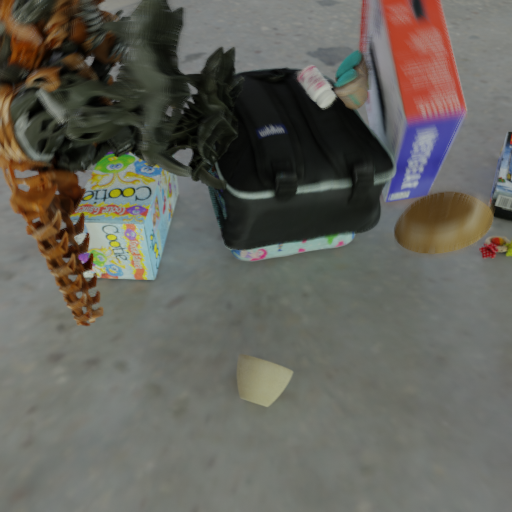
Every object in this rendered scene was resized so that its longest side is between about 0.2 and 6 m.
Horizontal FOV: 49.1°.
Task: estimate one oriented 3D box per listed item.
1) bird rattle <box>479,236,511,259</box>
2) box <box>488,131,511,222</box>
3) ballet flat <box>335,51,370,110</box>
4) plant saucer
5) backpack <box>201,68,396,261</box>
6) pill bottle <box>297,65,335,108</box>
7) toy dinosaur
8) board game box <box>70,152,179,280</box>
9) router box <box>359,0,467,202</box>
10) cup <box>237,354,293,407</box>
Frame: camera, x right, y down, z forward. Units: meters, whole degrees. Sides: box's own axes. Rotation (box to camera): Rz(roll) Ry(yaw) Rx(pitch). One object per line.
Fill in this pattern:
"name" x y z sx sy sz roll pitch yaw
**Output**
"bird rattle" 4.328 -0.164 10.041 0.667 0.376 0.544 -9 31 9
"box" 6.425 -1.242 10.814 3.437 0.685 2.353 17 46 17
"ballet flat" 1.696 -2.987 9.678 0.614 0.606 1.803 -26 25 31
"plant saucer" 2.677 -0.555 8.131 1.388 0.246 1.388 -16 33 11
"backpack" 0.472 -1.714 9.862 3.034 2.573 3.417 -10 57 -14
"pill bottle" 0.963 -2.681 8.898 0.355 0.355 0.626 -28 76 -27
"toy dinosaur" -2.422 -2.114 8.090 3.889 5.731 2.927 -1 23 17
"board game box" -2.259 -0.887 10.000 1.264 1.287 2.454 2 42 3
"router box" 2.489 -3.008 9.630 0.866 3.545 3.182 -9 75 6
"cup" 0.048 1.741 7.697 0.785 0.785 0.562 15 74 15
